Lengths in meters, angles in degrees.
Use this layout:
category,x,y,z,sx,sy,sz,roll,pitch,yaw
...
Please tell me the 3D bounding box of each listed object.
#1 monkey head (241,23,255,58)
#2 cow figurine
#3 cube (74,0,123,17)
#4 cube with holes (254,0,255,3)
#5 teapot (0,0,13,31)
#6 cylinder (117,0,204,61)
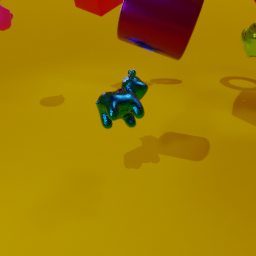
category,x,y,z,sx,sy,sz,roll,pitch,yaw
monkey head,3.898,-2.612,8.210,1.015,1.685,1.212,11,11,35
cow figurine,-0.122,-0.622,5.684,1.263,0.693,1.243,-4,61,-32
cube,-0.880,-4.178,8.172,1.161,1.161,1.161,31,61,28
cube with holes,3.307,-3.030,5.853,1.254,1.254,1.254,-30,11,34
teapot,-3.530,-3.016,7.284,0.945,0.745,1.521,26,14,10
cylinder,0.507,-1.769,4.456,1.090,1.090,1.090,20,31,1
